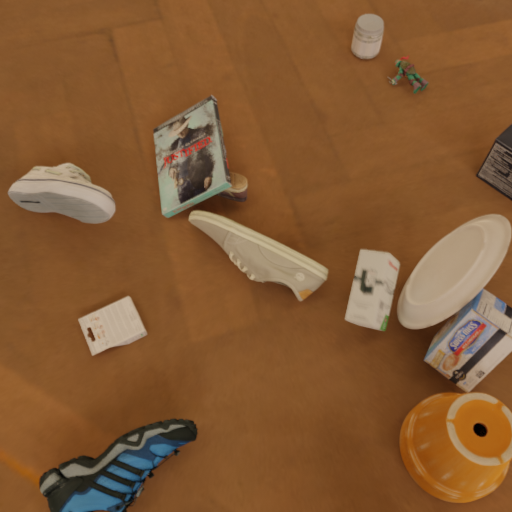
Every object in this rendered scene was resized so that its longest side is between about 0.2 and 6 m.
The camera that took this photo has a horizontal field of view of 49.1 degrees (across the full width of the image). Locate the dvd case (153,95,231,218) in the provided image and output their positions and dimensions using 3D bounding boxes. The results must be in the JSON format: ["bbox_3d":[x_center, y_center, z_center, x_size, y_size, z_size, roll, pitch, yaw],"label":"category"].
[{"bbox_3d":[-1.338,-2.012,11.288,1.599,0.241,2.190,-23,60,24],"label":"dvd case"}]

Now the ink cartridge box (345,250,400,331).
[{"bbox_3d":[1.987,0.587,9.500,0.515,0.908,1.239,11,82,28],"label":"ink cartridge box"}]

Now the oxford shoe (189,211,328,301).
[{"bbox_3d":[-0.094,-0.031,10.335,2.894,1.088,0.836,28,91,16],"label":"oxford shoe"}]

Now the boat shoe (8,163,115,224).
[{"bbox_3d":[-3.619,-1.331,10.556,2.798,1.029,0.934,11,64,32],"label":"boat shoe"}]

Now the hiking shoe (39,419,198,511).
[{"bbox_3d":[-1.940,3.316,8.464,2.481,0.923,1.075,-25,70,-3],"label":"hiking shoe"}]

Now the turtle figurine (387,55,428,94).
[{"bbox_3d":[3.498,-4.241,13.066,0.770,0.518,1.029,-34,71,-18],"label":"turtle figurine"}]

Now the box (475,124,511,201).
[{"bbox_3d":[5.261,-1.822,11.230,0.720,1.158,1.168,-40,68,-20],"label":"box"}]

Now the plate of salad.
[{"bbox_3d":[3.339,0.315,9.422,0.582,2.425,2.425,38,63,-10],"label":"plate of salad"}]

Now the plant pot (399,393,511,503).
[{"bbox_3d":[3.113,2.723,8.349,1.614,1.478,1.614,0,60,-1],"label":"plant pot"}]

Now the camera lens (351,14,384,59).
[{"bbox_3d":[2.664,-5.224,13.408,0.686,0.857,0.686,0,60,0],"label":"camera lens"}]

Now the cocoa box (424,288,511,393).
[{"bbox_3d":[3.522,1.348,9.085,0.872,1.330,0.887,36,35,11],"label":"cocoa box"}]

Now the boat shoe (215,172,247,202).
[{"bbox_3d":[-0.834,-1.477,11.390,1.620,0.525,0.582,21,45,32],"label":"boat shoe"}]

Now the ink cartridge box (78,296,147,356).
[{"bbox_3d":[-2.551,1.266,9.974,0.986,0.247,0.793,-26,63,-10],"label":"ink cartridge box"}]
